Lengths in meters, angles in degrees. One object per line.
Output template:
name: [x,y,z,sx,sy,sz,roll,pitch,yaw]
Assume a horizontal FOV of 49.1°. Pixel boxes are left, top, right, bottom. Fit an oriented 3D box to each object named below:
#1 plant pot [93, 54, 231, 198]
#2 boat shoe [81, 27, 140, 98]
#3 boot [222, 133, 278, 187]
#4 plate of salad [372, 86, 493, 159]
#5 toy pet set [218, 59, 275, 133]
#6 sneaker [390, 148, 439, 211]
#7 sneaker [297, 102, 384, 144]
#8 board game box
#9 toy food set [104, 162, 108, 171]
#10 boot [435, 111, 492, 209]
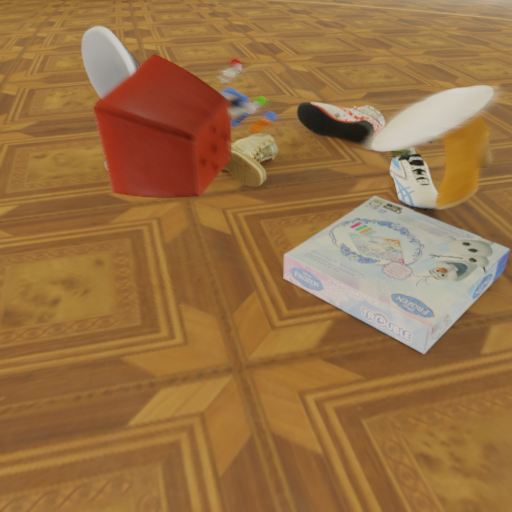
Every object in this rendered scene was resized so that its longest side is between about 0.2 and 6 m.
plant pot: [-1.227,-1.783,8.345,1.409,1.598,1.599,19,50,15]
boat shoe: [-2.274,-3.137,10.834,0.979,2.800,0.928,-11,34,33]
boot: [-0.014,-2.639,15.043,1.693,0.793,2.179,-22,37,-30]
plate of salad: [2.569,-1.942,8.202,1.812,0.435,1.812,-28,21,11]
toy pet set: [-0.229,-3.256,11.800,1.342,1.438,0.764,-29,5,44]
sneaker: [3.919,-1.929,13.876,0.912,0.920,2.539,-2,36,-5]
sneaker: [2.645,-4.231,17.263,2.602,0.869,1.395,25,40,26]
board game box: [2.735,0.158,11.013,3.158,0.685,3.143,29,44,35]
toy food set: [-3.139,-2.617,15.226,1.608,0.486,1.154,8,35,12]
boot: [3.764,-2.009,10.640,0.747,1.520,2.123,-1,36,50]
